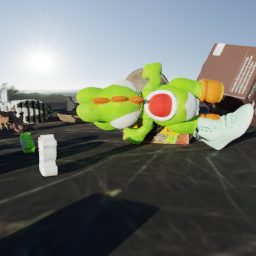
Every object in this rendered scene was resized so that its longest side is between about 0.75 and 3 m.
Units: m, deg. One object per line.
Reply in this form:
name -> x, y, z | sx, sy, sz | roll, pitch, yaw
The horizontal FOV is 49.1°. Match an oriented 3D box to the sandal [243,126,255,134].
sandal -> 3.004, -0.037, 7.855 | 1.248, 0.356, 0.495 | 5, 9, 36

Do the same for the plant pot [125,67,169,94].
plant pot -> 0.770, -1.305, 12.036 | 2.253, 2.253, 1.955 | 0, 23, 3

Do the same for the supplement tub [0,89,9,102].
supplement tub -> -7.107, -1.347, 14.145 | 1.923, 1.391, 1.391 | -3, 8, -19

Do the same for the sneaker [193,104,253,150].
sneaker -> 1.643, -0.072, 4.995 | 0.680, 1.152, 0.424 | 22, 46, -10

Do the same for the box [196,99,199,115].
box -> 2.534, -1.447, 14.760 | 1.227, 1.439, 2.251 | -4, 8, -27

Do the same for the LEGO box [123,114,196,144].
LEGO box -> 0.892, -0.168, 7.122 | 1.510, 0.783, 2.028 | 2, 8, 17

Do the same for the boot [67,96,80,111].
boot -> -2.078, -0.981, 14.032 | 1.736, 0.920, 2.636 | 1, 17, -21

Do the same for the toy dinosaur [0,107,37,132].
toy dinosaur -> -3.239, -0.156, 7.894 | 1.330, 0.571, 0.901 | 31, 11, -33

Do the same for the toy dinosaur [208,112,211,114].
toy dinosaur -> 3.266, -0.355, 10.847 | 0.812, 0.415, 0.551 | 19, 23, 2

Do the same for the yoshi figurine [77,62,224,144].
yoshi figurine -> 0.372, -0.447, 5.791 | 2.828, 1.583, 1.589 | 2, 48, -10

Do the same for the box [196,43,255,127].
box -> 3.504, -1.361, 9.047 | 1.716, 1.734, 2.090 | 22, -9, 40

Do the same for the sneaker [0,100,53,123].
sneaker -> -4.197, -0.622, 10.391 | 2.678, 0.890, 1.212 | -6, 12, -28

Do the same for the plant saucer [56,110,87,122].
plant saucer -> -1.882, -0.486, 11.401 | 2.020, 0.298, 2.020 | 2, 10, 0

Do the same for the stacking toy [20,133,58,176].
stacking toy -> -2.209, 0.328, 4.241 | 1.769, 0.551, 2.346 | -4, 7, -28
